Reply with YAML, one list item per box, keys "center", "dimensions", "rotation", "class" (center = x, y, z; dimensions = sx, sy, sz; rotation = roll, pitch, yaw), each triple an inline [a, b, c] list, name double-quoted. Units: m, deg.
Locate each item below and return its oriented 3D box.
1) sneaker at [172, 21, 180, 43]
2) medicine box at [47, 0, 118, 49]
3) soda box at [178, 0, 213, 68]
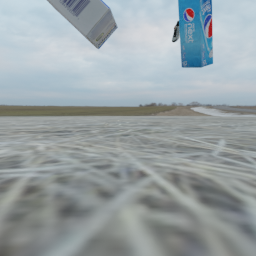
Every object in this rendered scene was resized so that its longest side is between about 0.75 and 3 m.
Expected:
- center: [2.004, -4.009, 11.608]
  dimensions: [0.362, 0.912, 0.337]
  rotation: [6, 23, -38]
  class: "sneaker"
- center: [-1.420, -3.619, 8.666]
  dimensions: [1.881, 1.063, 2.065]
  rotation: [43, 7, -1]
  class: "medicine box"
- center: [2.418, -3.517, 9.940]
  dimensions: [0.843, 2.627, 0.891]
  rotation: [-24, 26, -39]
  class: "soda box"
